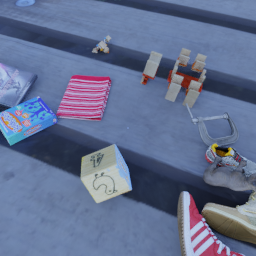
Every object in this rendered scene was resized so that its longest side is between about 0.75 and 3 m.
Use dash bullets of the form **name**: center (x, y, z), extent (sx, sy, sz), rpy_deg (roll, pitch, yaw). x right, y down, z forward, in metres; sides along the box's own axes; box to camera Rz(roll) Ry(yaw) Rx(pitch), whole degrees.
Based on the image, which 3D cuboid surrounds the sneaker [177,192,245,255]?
- **sneaker**: center (1.984, 2.725, 6.748), extent (1.403, 0.889, 2.495), rpy_deg (-3, 55, 2)

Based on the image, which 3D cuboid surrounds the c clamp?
- **c clamp**: center (2.881, -0.135, 9.301), extent (1.825, 0.247, 1.559), rpy_deg (-2, 70, -23)

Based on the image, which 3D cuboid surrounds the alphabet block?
- **alphabet block**: center (-0.597, 1.232, 7.657), extent (1.042, 1.017, 1.023), rpy_deg (-23, 27, 6)

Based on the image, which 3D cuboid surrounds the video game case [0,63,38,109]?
- **video game case**: center (-5.129, -1.780, 10.880), extent (2.582, 0.245, 1.845), rpy_deg (17, 56, 1)

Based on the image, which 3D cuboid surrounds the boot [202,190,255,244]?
- **boot**: center (3.227, 2.010, 7.432), extent (2.337, 0.851, 1.817), rpy_deg (15, 49, 12)

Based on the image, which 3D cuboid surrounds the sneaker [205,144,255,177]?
- **sneaker**: center (3.174, 0.982, 8.512), extent (1.604, 0.659, 0.624), rpy_deg (20, 51, 17)

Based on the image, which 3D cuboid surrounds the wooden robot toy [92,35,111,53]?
- **wooden robot toy**: center (-1.127, -3.731, 13.093), extent (0.605, 0.587, 1.333), rpy_deg (42, 52, -10)

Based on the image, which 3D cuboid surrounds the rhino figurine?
- **rhino figurine**: center (3.001, 1.368, 7.789), extent (1.970, 0.589, 0.861), rpy_deg (6, 44, 46)

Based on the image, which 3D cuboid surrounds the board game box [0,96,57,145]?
- **board game box**: center (-3.611, -0.308, 9.873), extent (1.765, 0.397, 1.342), rpy_deg (-31, 54, -25)

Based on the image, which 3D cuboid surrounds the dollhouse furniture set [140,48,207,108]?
- **dollhouse furniture set**: center (1.825, -2.043, 11.194), extent (2.404, 1.252, 2.431), rpy_deg (20, 50, 2)

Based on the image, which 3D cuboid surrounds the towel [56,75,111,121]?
- **towel**: center (-1.648, -1.242, 10.833), extent (1.722, 0.268, 2.381), rpy_deg (4, 48, 5)
